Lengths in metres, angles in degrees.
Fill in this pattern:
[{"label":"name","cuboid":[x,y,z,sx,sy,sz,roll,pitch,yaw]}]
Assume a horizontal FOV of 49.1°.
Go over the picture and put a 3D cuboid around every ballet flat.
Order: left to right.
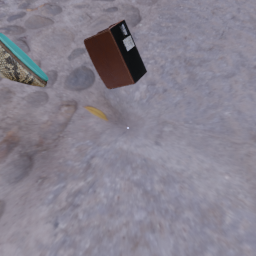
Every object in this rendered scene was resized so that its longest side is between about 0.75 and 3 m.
[{"label":"ballet flat","cuboid":[-2.856,-1.786,5.501,1.090,2.895,0.982,-35,18,1]}]

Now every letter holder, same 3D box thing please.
[{"label":"letter holder","cuboid":[-0.339,-1.832,7.218,1.029,1.448,0.728,-6,31,39]}]
